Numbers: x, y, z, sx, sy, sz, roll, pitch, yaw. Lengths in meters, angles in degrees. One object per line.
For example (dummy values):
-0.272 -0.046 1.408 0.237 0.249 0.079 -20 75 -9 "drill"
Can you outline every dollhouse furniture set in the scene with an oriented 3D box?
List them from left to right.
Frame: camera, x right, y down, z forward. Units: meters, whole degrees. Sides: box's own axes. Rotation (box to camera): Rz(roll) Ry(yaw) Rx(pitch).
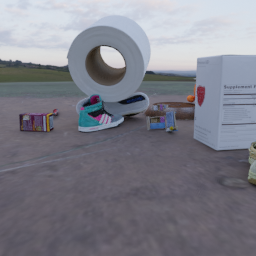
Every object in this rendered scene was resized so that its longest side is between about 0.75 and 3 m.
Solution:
1.166 -0.357 9.573 0.692 1.001 1.061 -5 1 -21 "dollhouse furniture set"

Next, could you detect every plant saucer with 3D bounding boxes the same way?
2.210 -0.872 13.226 2.882 0.527 2.882 -1 12 0 "plant saucer"

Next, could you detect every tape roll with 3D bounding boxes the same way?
-0.598 -2.548 10.249 2.738 2.738 1.880 3 31 12 "tape roll"

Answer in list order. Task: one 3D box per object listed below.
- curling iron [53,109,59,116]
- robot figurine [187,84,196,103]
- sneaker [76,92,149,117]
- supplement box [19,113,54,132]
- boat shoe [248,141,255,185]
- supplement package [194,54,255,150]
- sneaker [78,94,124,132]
-3.490 -0.737 13.082 0.569 0.293 2.296 -1 12 -3 "curling iron"
3.950 -1.626 13.533 1.533 1.891 2.629 46 6 17 "robot figurine"
-0.598 -0.800 12.096 2.998 1.095 1.677 -5 -4 2 "sneaker"
-3.218 -0.212 9.858 1.077 0.594 0.461 2 11 6 "supplement box"
2.965 0.556 5.937 0.821 0.708 2.252 7 14 30 "boat shoe"
2.869 -0.775 7.943 1.489 2.486 1.507 -2 11 -11 "supplement package"
-0.971 -0.626 10.196 0.848 1.225 2.028 10 18 41 "sneaker"
